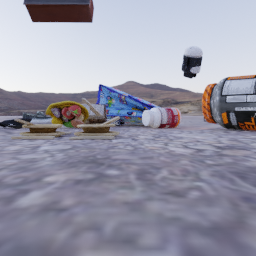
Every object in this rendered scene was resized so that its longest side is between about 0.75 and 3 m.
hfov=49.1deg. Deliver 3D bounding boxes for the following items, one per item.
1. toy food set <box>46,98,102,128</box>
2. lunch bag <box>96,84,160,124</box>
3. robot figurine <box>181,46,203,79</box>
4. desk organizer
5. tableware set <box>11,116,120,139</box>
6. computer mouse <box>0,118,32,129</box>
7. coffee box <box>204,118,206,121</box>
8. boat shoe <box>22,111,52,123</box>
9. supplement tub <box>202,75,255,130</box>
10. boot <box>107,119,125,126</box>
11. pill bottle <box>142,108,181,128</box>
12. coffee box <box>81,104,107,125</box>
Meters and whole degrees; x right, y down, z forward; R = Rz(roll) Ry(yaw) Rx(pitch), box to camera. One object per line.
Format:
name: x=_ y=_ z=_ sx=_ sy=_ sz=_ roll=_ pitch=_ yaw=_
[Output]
toy food set: x=-1.887 y=-0.341 z=9.126 sx=1.806 sy=0.590 sz=1.063 roll=-9 pitch=-38 yaw=26
lunch bag: x=0.401 y=-0.652 z=11.204 sx=2.899 sy=1.364 sz=2.183 roll=15 pitch=0 yaw=28
robot figurine: x=2.908 y=-3.009 z=12.784 sx=0.889 sy=1.425 sz=1.070 roll=5 pitch=28 yaw=2
desk organizer: x=-2.421 y=-4.403 z=10.083 sx=2.315 sy=0.830 sz=0.891 roll=1 pitch=-24 yaw=1
tableware set: x=-1.263 y=-0.031 z=6.045 sx=2.135 sy=0.428 sz=1.412 roll=0 pitch=3 yaw=2
computer mouse: x=-3.761 y=-0.119 z=9.313 sx=1.387 sy=0.319 sz=0.974 roll=-6 pitch=0 yaw=6
coffee box: x=5.500 y=-0.760 z=15.903 sx=2.042 sy=0.814 sz=1.168 roll=3 pitch=4 yaw=42
boat shoe: x=-4.563 y=-0.570 z=14.400 sx=1.703 sy=0.604 sz=0.614 roll=-3 pitch=4 yaw=-41
supplement tub: x=3.574 y=-0.721 z=7.971 sx=2.600 sy=1.593 sz=1.593 roll=2 pitch=4 yaw=40
boot: x=-0.486 y=-0.201 z=10.535 sx=0.774 sy=0.281 sz=0.349 roll=-1 pitch=-2 yaw=-38
pill bottle: x=1.123 y=-0.342 z=9.453 sx=1.220 sy=0.689 sz=0.689 roll=-2 pitch=4 yaw=-26
coffee box: x=-1.422 y=-0.442 z=9.999 sx=1.296 sy=0.517 sz=0.732 roll=1 pitch=-35 yaw=0
